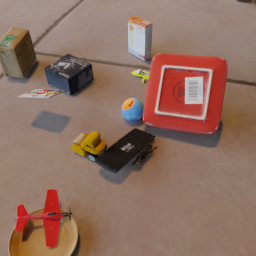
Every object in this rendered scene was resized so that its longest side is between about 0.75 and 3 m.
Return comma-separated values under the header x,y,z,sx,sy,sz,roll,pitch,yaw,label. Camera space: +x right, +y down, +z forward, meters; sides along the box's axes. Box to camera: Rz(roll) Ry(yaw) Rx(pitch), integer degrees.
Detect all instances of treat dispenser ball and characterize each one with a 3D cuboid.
x,y,z,sx,sy,sz,roll,pitch,yaw,label
0.218,-0.776,11.642,0.963,0.963,0.963,0,45,0,treat dispenser ball

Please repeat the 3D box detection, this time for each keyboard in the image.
x,y,z,sx,sy,sz,roll,pitch,yaw,label
0.069,0.941,10.292,1.356,0.516,2.606,25,40,27,keyboard

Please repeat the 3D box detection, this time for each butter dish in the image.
x,y,z,sx,sy,sz,roll,pitch,yaw,label
2.361,-1.308,11.495,2.952,2.188,2.960,9,88,17,butter dish

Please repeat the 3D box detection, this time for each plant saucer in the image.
x,y,z,sx,sy,sz,roll,pitch,yaw,label
-2.392,3.226,8.065,1.939,0.343,1.939,0,45,0,plant saucer

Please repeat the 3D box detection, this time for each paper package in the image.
x,y,z,sx,sy,sz,roll,pitch,yaw,label
-5.521,-3.743,13.947,1.003,1.848,1.939,6,47,6,paper package

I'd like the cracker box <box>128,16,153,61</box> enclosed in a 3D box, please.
x,y,z,sx,sy,sz,roll,pitch,yaw,label
0.633,-4.757,14.871,0.568,1.968,1.318,-33,53,-28,cracker box

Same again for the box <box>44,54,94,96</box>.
x,y,z,sx,sy,sz,roll,pitch,yaw,label
-2.797,-2.595,13.441,1.618,0.966,1.645,28,53,25,box

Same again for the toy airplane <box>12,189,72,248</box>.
x,y,z,sx,sy,sz,roll,pitch,yaw,label
-2.551,2.596,8.280,1.778,0.327,1.778,3,55,-4,toy airplane

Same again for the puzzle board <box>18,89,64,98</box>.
x,y,z,sx,sy,sz,roll,pitch,yaw,label
-3.419,-1.372,11.059,1.442,0.125,1.087,3,21,21,puzzle board

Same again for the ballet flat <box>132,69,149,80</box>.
x,y,z,sx,sy,sz,roll,pitch,yaw,label
0.702,-2.726,13.975,1.142,0.383,0.382,24,50,22,ballet flat

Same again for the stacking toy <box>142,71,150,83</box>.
x,y,z,sx,sy,sz,roll,pitch,yaw,label
1.307,-2.484,13.816,0.883,0.275,1.171,18,47,17,stacking toy

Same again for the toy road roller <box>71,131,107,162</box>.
x,y,z,sx,sy,sz,roll,pitch,yaw,label
-1.433,0.523,10.326,1.314,0.960,0.808,23,49,21,toy road roller
